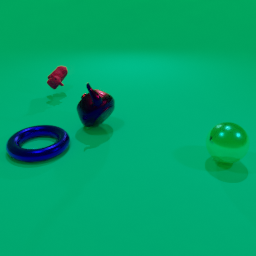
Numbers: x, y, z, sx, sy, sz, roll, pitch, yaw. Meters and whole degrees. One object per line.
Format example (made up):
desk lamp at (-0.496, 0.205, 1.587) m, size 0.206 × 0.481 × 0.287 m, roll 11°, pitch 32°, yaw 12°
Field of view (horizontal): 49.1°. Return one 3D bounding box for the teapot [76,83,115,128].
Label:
teapot at (-0.897, -0.589, 7.333) m, size 1.071 × 1.723 × 0.844 m, roll -41°, pitch 80°, yaw -19°

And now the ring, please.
ring at (-2.128, 0.336, 6.680) m, size 1.467 × 0.293 × 1.467 m, roll 0°, pitch 28°, yaw 0°

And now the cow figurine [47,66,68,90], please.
cow figurine at (-2.365, -1.744, 9.512) m, size 0.977 × 0.545 × 0.993 m, roll -1°, pitch 50°, yaw 57°

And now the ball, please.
ball at (2.129, 0.315, 6.009) m, size 0.892 × 0.892 × 0.892 m, roll 0°, pitch 28°, yaw 0°
